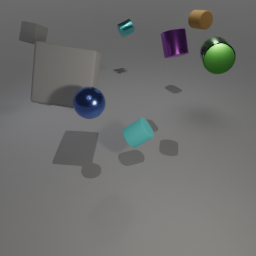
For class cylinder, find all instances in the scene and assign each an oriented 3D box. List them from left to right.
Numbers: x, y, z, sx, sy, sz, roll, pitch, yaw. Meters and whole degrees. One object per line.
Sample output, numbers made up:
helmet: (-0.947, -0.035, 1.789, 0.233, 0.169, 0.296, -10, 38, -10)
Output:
cylinder: (-0.112, -5.156, 14.479, 0.700, 0.700, 0.700, -28, 37, -4)
cylinder: (0.313, 0.151, 8.500, 0.700, 0.700, 0.700, -32, 26, 20)
cylinder: (1.322, -2.385, 7.921, 0.700, 0.700, 0.700, -10, 10, 2)
cylinder: (2.885, -4.317, 11.160, 0.700, 0.700, 0.700, -17, 30, -25)
cylinder: (2.043, -1.673, 6.437, 0.700, 0.700, 0.700, 4, 29, 6)

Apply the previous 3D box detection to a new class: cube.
cube: (-3.480, -3.468, 10.325, 0.700, 0.700, 0.700, 16, 11, 15)
cube: (-1.508, -1.327, 7.095, 1.400, 1.400, 1.400, 8, 12, -3)

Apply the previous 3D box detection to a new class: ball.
ball: (-0.834, -0.543, 6.049, 0.700, 0.700, 0.700, 0, 33, 0)
